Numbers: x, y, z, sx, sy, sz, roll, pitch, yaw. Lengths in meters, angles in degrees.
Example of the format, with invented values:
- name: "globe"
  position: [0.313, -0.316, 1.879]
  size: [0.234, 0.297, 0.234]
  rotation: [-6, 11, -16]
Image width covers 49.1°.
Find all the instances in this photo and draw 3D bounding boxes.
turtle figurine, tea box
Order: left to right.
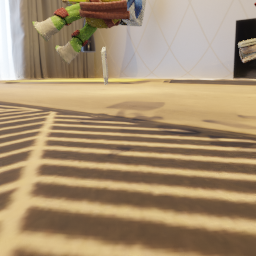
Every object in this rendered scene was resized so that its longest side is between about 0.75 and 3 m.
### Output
- name: "turtle figurine"
  position: [-1.054, -2.926, 6.734]
  size: [2.400, 2.475, 1.781]
  rotation: [-39, -8, 3]
- name: "tea box"
  position: [-0.647, -4.239, 8.871]
  size: [2.022, 1.373, 2.055]
  rotation: [11, 5, 17]

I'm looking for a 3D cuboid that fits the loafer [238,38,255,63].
- name: "loafer"
  position: [3.682, -2.020, 6.932]
  size: [0.669, 0.585, 1.860]
  rotation: [-23, 17, -38]

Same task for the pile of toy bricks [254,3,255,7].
- name: "pile of toy bricks"
  position: [1.784, -2.406, 3.349]
  size: [1.084, 2.195, 1.218]
  rotation: [-36, 11, 18]

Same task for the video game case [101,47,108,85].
- name: "video game case"
  position: [-0.688, -1.885, 8.458]
  size: [0.114, 0.992, 0.904]
  rotation: [-4, 24, -1]
